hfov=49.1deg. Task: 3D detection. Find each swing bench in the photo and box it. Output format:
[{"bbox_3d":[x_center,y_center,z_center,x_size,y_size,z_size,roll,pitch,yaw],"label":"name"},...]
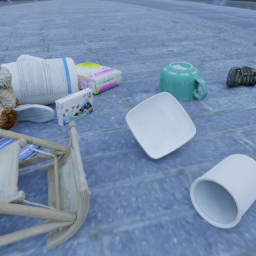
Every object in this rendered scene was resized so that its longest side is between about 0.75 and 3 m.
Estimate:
[{"bbox_3d":[-2.384,1.231,6.487,2.713,1.760,2.698,0,30,-16],"label":"swing bench"}]

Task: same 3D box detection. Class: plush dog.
[{"bbox_3d":[-4.487,-0.547,9.319,2.437,1.955,2.093,-18,57,18],"label":"plush dog"}]

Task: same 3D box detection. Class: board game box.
[{"bbox_3d":[-1.959,-0.797,10.508,0.268,0.979,1.550,25,39,34],"label":"board game box"}]

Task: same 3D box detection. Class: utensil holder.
[{"bbox_3d":[2.394,1.427,6.641,1.241,1.241,1.460,27,38,37],"label":"utensil holder"}]

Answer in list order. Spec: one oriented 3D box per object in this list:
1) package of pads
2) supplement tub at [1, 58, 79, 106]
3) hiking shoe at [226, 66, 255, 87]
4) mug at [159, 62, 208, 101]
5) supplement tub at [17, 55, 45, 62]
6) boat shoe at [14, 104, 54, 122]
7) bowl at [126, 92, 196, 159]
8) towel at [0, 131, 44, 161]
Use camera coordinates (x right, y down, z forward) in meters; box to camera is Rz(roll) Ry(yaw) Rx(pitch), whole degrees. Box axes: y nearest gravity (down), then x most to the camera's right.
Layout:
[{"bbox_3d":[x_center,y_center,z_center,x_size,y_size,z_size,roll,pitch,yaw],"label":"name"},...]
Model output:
[{"bbox_3d":[-1.756,-2.429,13.392,2.337,0.797,1.806,22,36,34],"label":"package of pads"},{"bbox_3d":[-3.533,-1.853,11.448,2.771,1.828,1.828,-9,32,-17],"label":"supplement tub"},{"bbox_3d":[5.621,-2.444,13.307,2.358,0.893,1.187,-25,36,-36],"label":"hiking shoe"},{"bbox_3d":[2.463,-2.137,12.400,2.107,1.303,1.731,5,32,9],"label":"mug"},{"bbox_3d":[-4.865,-3.176,14.429,1.515,1.000,1.000,19,36,28],"label":"supplement tub"},{"bbox_3d":[-3.693,-0.643,10.509,1.933,0.711,0.645,0,32,1],"label":"boat shoe"},{"bbox_3d":[0.990,-0.046,8.803,1.791,0.669,1.789,-31,77,-11],"label":"bowl"},{"bbox_3d":[-4.333,0.606,8.834,2.746,0.327,1.988,16,35,24],"label":"towel"}]
